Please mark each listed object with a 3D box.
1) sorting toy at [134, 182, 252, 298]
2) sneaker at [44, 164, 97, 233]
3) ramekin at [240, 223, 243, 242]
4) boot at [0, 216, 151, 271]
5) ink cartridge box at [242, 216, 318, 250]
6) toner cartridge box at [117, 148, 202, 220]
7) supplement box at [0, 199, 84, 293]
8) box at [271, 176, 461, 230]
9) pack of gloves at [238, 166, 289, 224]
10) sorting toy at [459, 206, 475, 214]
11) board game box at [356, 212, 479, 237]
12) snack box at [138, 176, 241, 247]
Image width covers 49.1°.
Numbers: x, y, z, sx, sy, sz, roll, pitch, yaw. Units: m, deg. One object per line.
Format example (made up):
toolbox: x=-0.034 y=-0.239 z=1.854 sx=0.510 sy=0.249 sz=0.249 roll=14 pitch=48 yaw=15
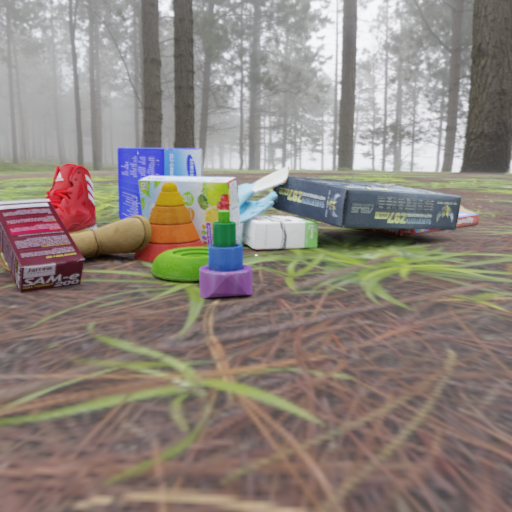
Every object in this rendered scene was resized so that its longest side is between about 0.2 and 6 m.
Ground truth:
sorting toy: x=-1.113 y=-0.453 z=9.508 sx=1.473 sy=1.464 sz=4.249 roll=-4 pitch=11 yaw=-22
sneaker: x=-4.311 y=-1.018 z=11.587 sx=1.178 sy=1.737 sz=3.007 roll=2 pitch=11 yaw=8
ramekin: x=-0.535 y=-0.612 z=12.860 sx=0.958 sy=0.467 sz=0.958 roll=0 pitch=12 yaw=0
boot: x=-3.143 y=-0.185 z=9.949 sx=1.789 sy=0.676 sz=2.043 roll=-17 pitch=-2 yaw=37
ink cartridge box: x=0.489 y=-0.506 z=11.901 sx=1.376 sy=0.578 sz=1.001 roll=-1 pitch=12 yaw=-18
toner cartridge box: x=-2.611 y=-1.751 z=14.488 sx=0.949 sy=2.088 sz=4.395 roll=-5 pitch=13 yaw=-26
supplement box: x=-3.462 y=-0.208 z=8.790 sx=0.941 sy=0.527 sz=1.730 roll=-8 pitch=41 yaw=-35
box: x=2.452 y=-1.207 z=12.701 sx=3.381 sy=0.862 sz=2.666 roll=-1 pitch=12 yaw=-31
pack of gloves: x=-0.450 y=-1.282 z=12.400 sx=2.240 sy=0.442 sz=1.882 roll=-20 pitch=30 yaw=26
sorting toy: x=5.499 y=-1.341 z=17.040 sx=1.951 sy=0.287 sz=1.442 roll=4 pitch=16 yaw=3
board game box: x=4.205 y=-0.930 z=14.825 sx=3.326 sy=0.323 sz=1.712 roll=-8 pitch=14 yaw=-37
snack box: x=-1.372 y=-0.894 z=11.638 sx=2.048 sy=1.456 sz=0.543 roll=5 pitch=19 yaw=21
